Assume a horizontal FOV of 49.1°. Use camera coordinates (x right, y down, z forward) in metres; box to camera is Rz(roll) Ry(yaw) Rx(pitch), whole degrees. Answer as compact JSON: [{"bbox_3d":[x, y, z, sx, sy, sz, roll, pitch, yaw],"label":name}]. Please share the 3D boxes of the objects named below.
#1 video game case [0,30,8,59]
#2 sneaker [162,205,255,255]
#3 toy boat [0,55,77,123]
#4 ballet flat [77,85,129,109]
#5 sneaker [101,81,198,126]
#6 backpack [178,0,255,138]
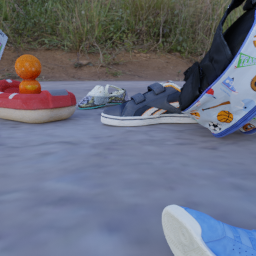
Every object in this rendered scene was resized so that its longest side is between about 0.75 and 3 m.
[{"bbox_3d":[-3.678,-2.533,6.393,0.223,2.023,1.841,-34,37,8],"label":"video game case"},{"bbox_3d":[0.748,0.806,1.876,0.604,0.417,1.087,-13,20,-28],"label":"sneaker"},{"bbox_3d":[-2.960,-1.232,8.405,2.877,1.881,1.878,8,14,35],"label":"toy boat"},{"bbox_3d":[-0.996,-1.310,11.417,0.934,0.934,2.598,10,16,43],"label":"ballet flat"},{"bbox_3d":[0.694,-0.701,7.727,2.927,1.162,1.148,-4,13,-12],"label":"sneaker"},{"bbox_3d":[2.359,-1.088,6.035,2.213,2.873,2.737,36,45,6],"label":"backpack"}]
